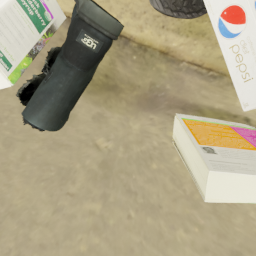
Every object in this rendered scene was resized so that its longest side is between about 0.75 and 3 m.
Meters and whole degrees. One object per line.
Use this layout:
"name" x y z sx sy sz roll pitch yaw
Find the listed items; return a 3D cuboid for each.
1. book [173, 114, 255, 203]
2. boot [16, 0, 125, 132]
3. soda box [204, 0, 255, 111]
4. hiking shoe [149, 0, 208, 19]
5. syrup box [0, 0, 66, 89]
"book" 1.830 0.400 4.687 1.759 2.634 0.633 4 105 -1
"boot" -1.211 -1.424 5.857 1.131 2.962 2.489 32 108 -21
"soda box" 2.196 -1.538 4.997 0.738 0.789 2.317 -14 83 -35
"hiking shoe" 1.749 -3.507 7.530 2.838 1.429 1.075 -12 111 -17
"syrup box" -2.440 -2.011 5.795 1.123 1.086 2.758 -8 43 26
